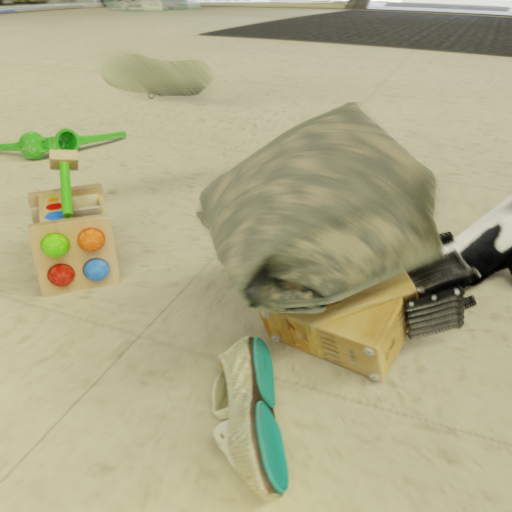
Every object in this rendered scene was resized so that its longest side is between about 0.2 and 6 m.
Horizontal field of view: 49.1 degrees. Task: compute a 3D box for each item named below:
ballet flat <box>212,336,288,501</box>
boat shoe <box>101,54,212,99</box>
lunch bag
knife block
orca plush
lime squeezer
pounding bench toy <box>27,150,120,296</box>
[{"bbox_3d":[-0.119,1.764,6.066,0.713,0.772,2.288,-27,25,11],"label":"ballet flat"},{"bbox_3d":[-1.692,-3.040,9.598,1.856,0.692,0.578,-3,-9,-13],"label":"boat shoe"},{"bbox_3d":[0.607,-0.473,6.594,2.413,1.419,1.979,-24,40,-2],"label":"lunch bag"},{"bbox_3d":[1.510,0.404,7.317,2.471,0.791,2.169,17,55,31],"label":"knife block"},{"bbox_3d":[3.794,-0.051,8.420,3.674,1.933,1.306,-29,76,-34],"label":"orca plush"},{"bbox_3d":[-5.006,-2.717,13.805,3.633,0.685,1.283,-10,1,-14],"label":"lime squeezer"},{"bbox_3d":[-2.872,-0.553,8.633,1.176,1.893,1.476,-10,31,-16],"label":"pounding bench toy"}]
